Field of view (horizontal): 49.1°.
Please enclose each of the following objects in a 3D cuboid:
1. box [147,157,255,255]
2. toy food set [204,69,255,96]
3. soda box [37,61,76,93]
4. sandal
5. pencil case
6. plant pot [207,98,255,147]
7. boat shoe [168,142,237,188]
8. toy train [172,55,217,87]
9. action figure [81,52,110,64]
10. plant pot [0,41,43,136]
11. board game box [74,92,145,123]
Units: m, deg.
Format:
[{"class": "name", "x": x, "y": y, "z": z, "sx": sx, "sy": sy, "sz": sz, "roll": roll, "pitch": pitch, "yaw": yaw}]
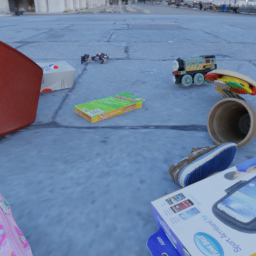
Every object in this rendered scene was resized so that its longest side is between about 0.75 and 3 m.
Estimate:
[{"class": "box", "x": 1.699, "y": 1.308, "z": 4.209, "sx": 2.892, "sy": 0.600, "sz": 1.722, "roll": -18, "pitch": 20, "yaw": -13}, {"class": "toy food set", "x": 3.520, "y": -1.501, "z": 9.629, "sx": 1.840, "sy": 0.452, "sz": 1.858, "roll": 22, "pitch": 1, "yaw": -33}, {"class": "soda box", "x": -3.248, "y": -1.917, "z": 10.655, "sx": 0.795, "sy": 0.855, "sz": 2.505, "roll": 39, "pitch": 36, "yaw": 26}, {"class": "sandal", "x": 3.373, "y": -0.544, "z": 8.708, "sx": 0.861, "sy": 0.575, "sz": 2.108, "roll": 21, "pitch": 35, "yaw": -23}, {"class": "pencil case", "x": -1.796, "y": 1.701, "z": 3.826, "sx": 0.896, "sy": 0.896, "sz": 2.050, "roll": -18, "pitch": 32, "yaw": -31}, {"class": "plant pot", "x": 2.904, "y": -0.107, "z": 7.317, "sx": 1.116, "sy": 1.280, "sz": 1.280, "roll": 2, "pitch": 20, "yaw": -40}, {"class": "boat shoe", "x": 1.657, "y": 0.671, "z": 6.153, "sx": 1.828, "sy": 0.660, "sz": 0.662, "roll": -19, "pitch": 30, "yaw": -33}, {"class": "toy train", "x": 2.728, "y": -2.356, "z": 11.478, "sx": 2.054, "sy": 1.170, "sz": 0.875, "roll": -9, "pitch": 12, "yaw": -16}, {"class": "action figure", "x": -1.708, "y": -3.811, "z": 15.291, "sx": 1.652, "sy": 0.573, "sz": 1.075, "roll": -12, "pitch": 22, "yaw": -30}, {"class": "plant pot", "x": -3.862, "y": -1.118, "z": 7.791, "sx": 2.520, "sy": 2.523, "sz": 2.223, "roll": 15, "pitch": 7, "yaw": 28}, {"class": "board game box", "x": -0.561, "y": -0.745, "z": 9.384, "sx": 2.216, "sy": 0.332, "sz": 1.058, "roll": -23, "pitch": 35, "yaw": -33}]
